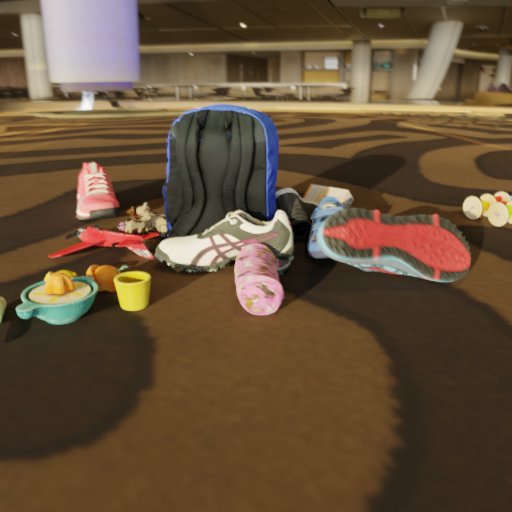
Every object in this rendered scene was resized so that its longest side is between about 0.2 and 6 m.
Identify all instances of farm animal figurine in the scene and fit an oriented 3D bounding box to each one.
[{"bbox_3d":[-2.379,-0.795,12.384,1.261,0.665,1.275,10,18,-12],"label":"farm animal figurine"}]

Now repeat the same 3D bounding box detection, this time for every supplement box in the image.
[{"bbox_3d":[1.762,-1.334,14.096,1.139,0.717,0.419,16,-19,38],"label":"supplement box"}]

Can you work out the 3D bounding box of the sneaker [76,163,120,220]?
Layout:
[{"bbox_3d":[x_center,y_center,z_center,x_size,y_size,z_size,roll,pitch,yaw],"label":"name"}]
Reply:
[{"bbox_3d":[-4.235,-1.736,14.524,1.056,1.243,2.866,-8,21,-21],"label":"sneaker"}]

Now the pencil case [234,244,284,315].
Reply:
[{"bbox_3d":[0.040,0.364,9.327,0.749,0.717,1.732,-29,18,8],"label":"pencil case"}]

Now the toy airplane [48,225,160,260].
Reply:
[{"bbox_3d":[-3.050,-0.334,11.705,2.411,0.443,2.411,0,18,0],"label":"toy airplane"}]

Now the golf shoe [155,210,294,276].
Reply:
[{"bbox_3d":[-0.604,-0.317,10.631,2.654,1.169,1.024,0,20,5],"label":"golf shoe"}]

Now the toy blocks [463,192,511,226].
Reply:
[{"bbox_3d":[6.256,-1.207,14.003,1.619,0.588,1.349,-10,21,-27],"label":"toy blocks"}]

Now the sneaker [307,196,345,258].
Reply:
[{"bbox_3d":[1.479,-0.575,11.580,0.841,0.935,2.274,-2,20,8],"label":"sneaker"}]

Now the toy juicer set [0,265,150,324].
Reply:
[{"bbox_3d":[-3.174,0.531,8.774,2.718,0.740,1.729,-14,24,-34],"label":"toy juicer set"}]

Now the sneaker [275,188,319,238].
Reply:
[{"bbox_3d":[1.068,-0.798,12.871,0.701,0.984,1.984,-24,-22,24],"label":"sneaker"}]

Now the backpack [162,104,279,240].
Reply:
[{"bbox_3d":[-0.698,-1.724,11.895,2.382,2.931,2.460,2,19,8],"label":"backpack"}]

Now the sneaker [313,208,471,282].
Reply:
[{"bbox_3d":[2.447,-0.214,10.202,2.878,1.141,1.375,14,-8,-8],"label":"sneaker"}]
